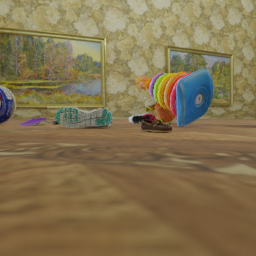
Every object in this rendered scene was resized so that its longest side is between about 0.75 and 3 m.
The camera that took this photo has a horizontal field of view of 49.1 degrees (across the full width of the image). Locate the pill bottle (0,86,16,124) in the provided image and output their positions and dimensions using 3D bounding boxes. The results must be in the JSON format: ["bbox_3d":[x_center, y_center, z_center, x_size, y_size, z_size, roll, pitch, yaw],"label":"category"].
[{"bbox_3d":[-5.679,-0.927,10.534,1.669,1.669,2.885,0,2,8],"label":"pill bottle"}]

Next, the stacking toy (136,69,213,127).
[{"bbox_3d":[1.350,-1.350,9.877,1.600,1.692,2.916,-27,34,-32],"label":"stacking toy"}]

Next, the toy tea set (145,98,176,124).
[{"bbox_3d":[2.199,-1.122,12.390,2.797,1.035,1.663,-29,24,-2],"label":"toy tea set"}]

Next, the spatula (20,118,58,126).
[{"bbox_3d":[-3.208,-0.276,11.549,0.799,0.290,2.826,-2,1,27],"label":"spatula"}]

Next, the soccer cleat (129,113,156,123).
[{"bbox_3d":[0.719,-0.490,14.268,1.453,0.508,0.627,-2,3,-28],"label":"soccer cleat"}]

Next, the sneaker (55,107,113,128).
[{"bbox_3d":[-1.254,-0.220,8.136,1.659,0.644,0.757,5,-12,4],"label":"sneaker"}]

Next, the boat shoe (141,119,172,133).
[{"bbox_3d":[0.584,-0.048,5.910,0.814,0.286,0.286,4,2,44],"label":"boat shoe"}]

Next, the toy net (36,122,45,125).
[{"bbox_3d":[-3.912,-0.235,12.018,0.473,0.174,0.902,-2,3,-39],"label":"toy net"}]

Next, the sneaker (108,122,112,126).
[{"bbox_3d":[-0.960,-0.252,9.224,0.933,0.426,0.362,0,2,-22],"label":"sneaker"}]
